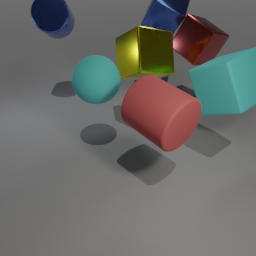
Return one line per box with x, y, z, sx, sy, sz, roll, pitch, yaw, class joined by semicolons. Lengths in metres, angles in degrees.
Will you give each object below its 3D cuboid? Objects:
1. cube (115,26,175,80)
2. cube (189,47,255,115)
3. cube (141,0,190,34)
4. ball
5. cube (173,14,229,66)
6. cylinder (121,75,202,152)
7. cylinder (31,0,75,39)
0.539;-2.385;9.263;1.400;1.400;1.400;-4;2;-32;cube
2.839;-1.274;7.901;1.400;1.400;1.400;-28;15;-29;cube
1.590;-4.932;11.944;1.400;1.400;1.400;27;54;-11;cube
-0.916;-1.389;8.114;1.400;1.400;1.400;0;31;0;ball
2.804;-3.434;11.049;1.400;1.400;1.400;-14;53;-47;cube
0.787;-0.369;6.751;1.400;1.400;1.400;-25;48;-36;cylinder
-2.875;-4.302;10.881;1.400;1.400;1.400;-1;9;-2;cylinder
